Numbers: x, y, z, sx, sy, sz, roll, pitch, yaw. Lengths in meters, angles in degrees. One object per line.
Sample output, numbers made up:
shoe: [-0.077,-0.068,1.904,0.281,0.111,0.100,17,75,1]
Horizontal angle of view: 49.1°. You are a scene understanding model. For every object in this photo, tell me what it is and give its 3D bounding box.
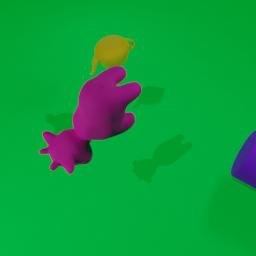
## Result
cylinder: [2.993,0.794,5.970,1.147,1.147,1.147,28,62,12]
cow figurine: [-0.592,-0.073,4.117,1.493,1.517,0.833,-30,66,-26]
teapot: [-0.386,-1.695,6.486,1.294,0.634,0.805,-33,52,-13]
